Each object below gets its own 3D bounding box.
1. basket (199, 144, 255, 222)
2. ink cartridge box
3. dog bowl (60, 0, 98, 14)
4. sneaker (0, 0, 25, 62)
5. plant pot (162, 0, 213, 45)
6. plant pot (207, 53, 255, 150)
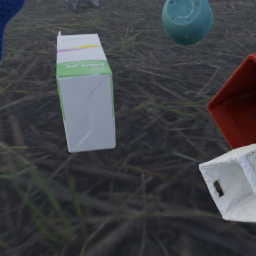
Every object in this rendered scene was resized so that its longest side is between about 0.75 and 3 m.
[{"bbox_3d":[1.485,0.651,3.475,0.656,0.815,0.808,-22,84,-23],"label":"basket"},{"bbox_3d":[-0.906,-0.943,5.775,0.906,1.577,2.692,-7,35,-9],"label":"ink cartridge box"},{"bbox_3d":[-1.955,-4.663,8.591,0.736,2.509,2.509,-31,33,16],"label":"dog bowl"},{"bbox_3d":[-2.218,-1.900,4.445,0.699,1.995,0.777,-5,53,-49],"label":"sneaker"},{"bbox_3d":[1.708,-3.344,8.264,1.534,1.534,1.231,12,8,16],"label":"plant pot"},{"bbox_3d":[2.464,-0.187,3.919,1.577,1.789,1.787,-26,76,-8],"label":"plant pot"}]
